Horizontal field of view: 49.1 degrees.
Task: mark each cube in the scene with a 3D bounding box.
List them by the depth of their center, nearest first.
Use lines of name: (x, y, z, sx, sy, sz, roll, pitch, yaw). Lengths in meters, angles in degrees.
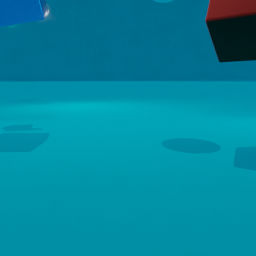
cube: (2.491, -2.302, 5.676, 1.347, 1.347, 1.347, 4, -23, 32)
cube: (-2.944, -3.529, 7.429, 1.245, 1.245, 1.245, -11, 32, -4)

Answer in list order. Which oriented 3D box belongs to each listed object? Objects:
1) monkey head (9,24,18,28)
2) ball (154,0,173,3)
monkey head: (-3.399, -4.000, 9.180, 1.148, 1.595, 0.961, 18, -31, -4)
ball: (0.934, -3.891, 7.195, 1.224, 1.224, 1.224, 0, 10, 0)
